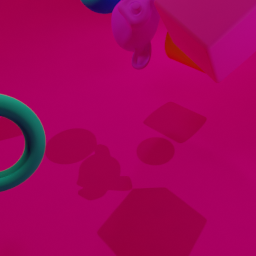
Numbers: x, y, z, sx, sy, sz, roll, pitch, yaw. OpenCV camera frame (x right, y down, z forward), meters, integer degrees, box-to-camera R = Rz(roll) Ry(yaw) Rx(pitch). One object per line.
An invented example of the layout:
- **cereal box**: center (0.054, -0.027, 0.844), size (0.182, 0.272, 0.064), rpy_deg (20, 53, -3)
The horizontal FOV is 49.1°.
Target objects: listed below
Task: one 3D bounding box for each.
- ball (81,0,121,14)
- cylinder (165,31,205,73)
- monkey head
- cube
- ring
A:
- **ball**: center (-0.534, -3.149, 6.101), size (1.236, 1.236, 1.236), rpy_deg (0, 39, 0)
- **cylinder**: center (1.845, -2.233, 7.332), size (1.292, 1.292, 1.292), rpy_deg (32, 49, 31)
- **monkey head**: center (0.337, -2.124, 5.478), size (1.342, 1.124, 1.866), rpy_deg (-5, 62, 1)
- **cube**: center (1.383, -1.707, 4.331), size (1.236, 1.236, 1.236), rpy_deg (-42, 64, 9)
- **ring**: center (-1.533, 0.193, 3.139), size (1.182, 1.182, 0.236), rpy_deg (-16, 23, -19)
